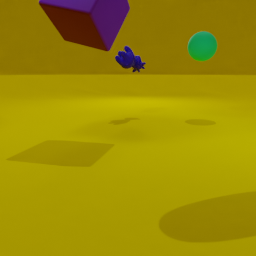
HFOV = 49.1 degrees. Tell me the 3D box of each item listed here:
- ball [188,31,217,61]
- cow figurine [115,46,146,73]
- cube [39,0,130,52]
[{"bbox_3d":[2.435,-2.669,9.175,0.940,0.940,0.940,0,12,0],"label":"ball"},{"bbox_3d":[0.102,-2.184,9.286,0.575,1.032,1.048,-31,23,30],"label":"cow figurine"},{"bbox_3d":[-0.908,-2.766,6.343,1.315,1.315,1.315,19,-13,19],"label":"cube"}]
